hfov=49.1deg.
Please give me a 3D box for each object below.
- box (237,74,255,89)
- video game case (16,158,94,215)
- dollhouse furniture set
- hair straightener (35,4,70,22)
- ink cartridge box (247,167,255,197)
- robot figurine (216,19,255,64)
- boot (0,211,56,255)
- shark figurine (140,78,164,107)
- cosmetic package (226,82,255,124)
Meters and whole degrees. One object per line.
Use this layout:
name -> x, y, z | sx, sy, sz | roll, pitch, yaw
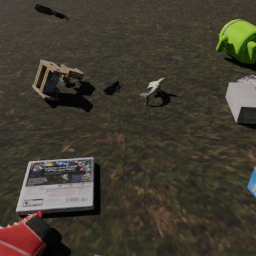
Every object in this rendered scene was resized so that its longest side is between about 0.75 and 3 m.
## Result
box -> 5.594, -1.860, 12.290 | 1.013, 0.309, 1.278 | -23, 43, -26
video game case -> -1.972, 1.605, 8.016 | 2.000, 0.234, 1.819 | -4, 39, -3
dollhouse furniture set -> -2.833, -1.932, 11.964 | 1.797, 1.266, 1.259 | 5, 27, -46
hair straightener -> -3.173, -4.868, 12.045 | 1.550, 0.317, 0.596 | 10, 27, -41
ink cartridge box -> 4.458, 1.846, 7.143 | 1.569, 0.914, 2.171 | -12, 40, -15
robot figurine -> 5.926, -4.480, 14.442 | 2.621, 1.729, 2.988 | -21, 42, -2
boot -> -2.980, 2.445, 6.504 | 2.375, 0.860, 1.714 | 21, 42, 13
shark figurine -> 1.183, -1.526, 11.720 | 0.960, 0.670, 1.607 | -22, 21, 28
cosmetic package -> 4.518, -1.011, 10.866 | 0.981, 0.828, 1.836 | 3, 36, 3
